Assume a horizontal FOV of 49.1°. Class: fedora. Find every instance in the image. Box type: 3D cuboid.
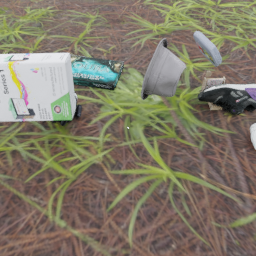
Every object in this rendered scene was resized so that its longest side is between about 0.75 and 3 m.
[{"bbox_3d":[1.108,-1.561,8.290,0.945,2.093,1.851,23,82,4],"label":"fedora"}]

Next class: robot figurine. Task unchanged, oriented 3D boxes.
[{"bbox_3d":[-2.587,-0.898,11.269,1.041,1.253,1.668,-15,45,15],"label":"robot figurine"}]

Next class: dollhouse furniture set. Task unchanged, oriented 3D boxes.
[{"bbox_3d":[3.785,-1.546,11.559,1.311,1.537,0.751,-3,47,-3],"label":"dollhouse furniture set"}]

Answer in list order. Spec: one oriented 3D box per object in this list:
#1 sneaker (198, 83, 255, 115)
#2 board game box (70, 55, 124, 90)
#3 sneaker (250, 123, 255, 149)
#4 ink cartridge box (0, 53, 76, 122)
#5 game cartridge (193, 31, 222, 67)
[{"bbox_3d":[4.183,-1.112,11.362,2.676,1.013,1.171,-5,76,-12],"label":"sneaker"},{"bbox_3d":[-1.772,-2.716,13.454,2.821,0.397,1.908,9,47,9],"label":"board game box"},{"bbox_3d":[5.787,0.537,10.166,2.575,0.969,1.139,4,62,7],"label":"sneaker"},{"bbox_3d":[-3.036,-1.237,8.617,2.594,1.878,1.089,-2,29,-1],"label":"ink cartridge box"},{"bbox_3d":[2.975,-2.835,10.296,0.336,1.642,1.093,-46,66,12],"label":"game cartridge"}]
